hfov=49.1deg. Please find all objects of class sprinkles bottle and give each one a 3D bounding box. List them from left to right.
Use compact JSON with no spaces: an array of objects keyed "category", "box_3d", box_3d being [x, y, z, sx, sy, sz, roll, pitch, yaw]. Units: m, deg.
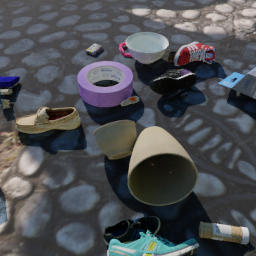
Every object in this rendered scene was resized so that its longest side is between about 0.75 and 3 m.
[{"category":"sprinkles bottle","box_3d":[2.671,2.929,7.840,1.293,0.441,0.441,6,45,7]}]

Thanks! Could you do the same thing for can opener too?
[{"category":"can opener","box_3d":[2.143,-1.458,12.291,1.033,0.327,0.406,-21,35,-18]}]

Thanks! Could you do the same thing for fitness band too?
[{"category":"fitness band","box_3d":[0.005,-4.280,15.191,0.868,0.226,1.209,-13,48,-12]}]

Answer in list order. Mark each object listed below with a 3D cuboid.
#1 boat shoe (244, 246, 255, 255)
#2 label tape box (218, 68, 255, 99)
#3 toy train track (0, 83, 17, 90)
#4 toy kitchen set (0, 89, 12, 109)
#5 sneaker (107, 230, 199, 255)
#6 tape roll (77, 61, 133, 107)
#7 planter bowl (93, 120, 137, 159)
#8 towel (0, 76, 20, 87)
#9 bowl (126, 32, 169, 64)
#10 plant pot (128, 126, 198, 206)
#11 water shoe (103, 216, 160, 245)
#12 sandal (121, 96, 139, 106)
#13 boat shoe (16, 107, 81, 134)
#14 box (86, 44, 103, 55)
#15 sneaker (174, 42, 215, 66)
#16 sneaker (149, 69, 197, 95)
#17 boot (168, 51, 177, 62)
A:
[{"category":"boat shoe","box_3d":[3.714,3.312,7.409,1.739,0.545,0.636,-19,49,-16]},{"category":"label tape box","box_3d":[5.818,-2.023,12.140,2.993,0.947,2.158,31,40,26]},{"category":"toy train track","box_3d":[-5.569,-1.847,12.799,0.614,0.174,1.071,31,52,27]},{"category":"toy kitchen set","box_3d":[-5.378,-1.258,12.115,0.585,0.796,0.993,-5,9,-11]},{"category":"sneaker","box_3d":[0.658,3.119,7.252,2.411,0.934,0.960,-6,51,-7]},{"category":"tape roll","box_3d":[-0.993,-2.008,12.516,2.436,0.799,2.436,0,46,0]},{"category":"planter bowl","box_3d":[-0.361,0.491,9.711,1.518,1.518,1.022,-12,74,-11]},{"category":"towel","box_3d":[-5.763,-2.170,12.849,1.305,0.323,0.964,1,33,6]},{"category":"bowl","box_3d":[0.960,-3.977,14.354,2.163,0.972,2.163,0,44,0]},{"category":"plant pot","box_3d":[0.962,0.946,8.953,2.046,2.046,2.185,-2,32,-2]},{"category":"water shoe","box_3d":[0.148,2.821,7.789,1.678,0.662,0.600,-15,47,-15]},{"category":"sandal","box_3d":[0.061,-1.197,12.051,0.838,0.321,0.240,-17,31,-6]},{"category":"boat shoe","box_3d":[-3.136,-0.416,10.872,2.505,0.867,0.924,-6,45,-6]},{"category":"box","box_3d":[-1.810,-4.266,15.216,0.579,0.160,0.848,22,49,21]},{"category":"sneaker","box_3d":[3.427,-3.602,13.985,1.408,0.892,2.503,28,46,28]},{"category":"sneaker","box_3d":[1.879,-2.175,12.746,2.355,0.892,1.031,-12,40,-24]},{"category":"boot","box_3d":[2.548,-3.683,14.410,0.983,0.476,0.367,-6,45,-6]}]
